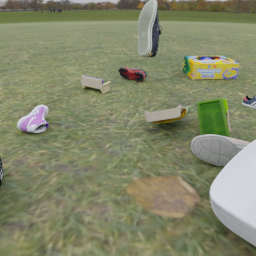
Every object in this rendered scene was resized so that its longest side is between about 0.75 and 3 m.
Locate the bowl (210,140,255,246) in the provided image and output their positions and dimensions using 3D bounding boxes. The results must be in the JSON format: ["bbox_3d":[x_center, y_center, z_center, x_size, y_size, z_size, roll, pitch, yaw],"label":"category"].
[{"bbox_3d":[3.275,1.450,5.271,2.843,1.061,2.839,-32,39,-33],"label":"bowl"}]

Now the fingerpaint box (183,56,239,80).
[{"bbox_3d":[4.586,-3.460,15.784,2.512,0.921,2.096,-1,26,-3],"label":"fingerpaint box"}]

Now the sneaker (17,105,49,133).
[{"bbox_3d":[-3.025,-0.264,9.779,0.870,0.553,1.526,14,36,13],"label":"sneaker"}]

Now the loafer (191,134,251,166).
[{"bbox_3d":[2.841,0.623,7.762,2.281,0.820,0.717,8,9,3],"label":"loafer"}]

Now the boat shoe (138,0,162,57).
[{"bbox_3d":[1.014,-4.436,12.628,0.819,2.632,0.982,7,-4,-42],"label":"boat shoe"}]

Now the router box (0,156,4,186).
[{"bbox_3d":[-3.754,1.421,6.027,1.658,0.688,2.213,-6,26,-12],"label":"router box"}]

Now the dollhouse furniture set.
[{"bbox_3d":[2.002,-0.113,9.350,2.597,1.303,1.701,-8,0,23],"label":"dollhouse furniture set"}]

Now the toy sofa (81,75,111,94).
[{"bbox_3d":[-1.548,-2.154,13.383,1.415,0.690,0.586,16,30,30],"label":"toy sofa"}]

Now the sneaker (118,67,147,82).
[{"bbox_3d":[0.299,-2.945,15.093,1.710,0.605,0.836,20,33,30],"label":"sneaker"}]

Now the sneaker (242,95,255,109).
[{"bbox_3d":[5.246,-1.047,11.326,1.165,0.492,0.437,19,32,33],"label":"sneaker"}]
